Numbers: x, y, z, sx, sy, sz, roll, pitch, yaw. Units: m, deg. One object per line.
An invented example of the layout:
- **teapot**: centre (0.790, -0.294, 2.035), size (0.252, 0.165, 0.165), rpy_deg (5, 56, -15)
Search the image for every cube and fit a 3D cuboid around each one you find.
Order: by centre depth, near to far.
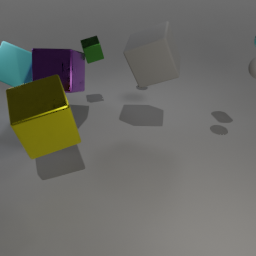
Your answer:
- **cube**: centre (-2.189, -0.297, 7.346), size (1.400, 1.400, 1.400), rpy_deg (-19, 50, -10)
- **cube**: centre (0.851, -2.406, 9.254), size (1.400, 1.400, 1.400), rpy_deg (-13, 37, 23)
- **cube**: centre (-2.381, -1.984, 9.791), size (1.400, 1.400, 1.400), rpy_deg (4, 10, 9)
- **cube**: centre (-4.122, -2.239, 10.778), size (1.400, 1.400, 1.400), rpy_deg (23, 0, 8)
- **cube**: centre (-1.416, -3.107, 11.099), size (0.700, 0.700, 0.700), rpy_deg (-18, 47, -3)

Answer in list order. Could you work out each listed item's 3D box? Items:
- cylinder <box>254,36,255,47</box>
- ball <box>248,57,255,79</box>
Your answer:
- **cylinder**: centre (4.353, -2.655, 8.508), size (0.700, 0.700, 0.700), rpy_deg (-6, 24, -9)
- **ball**: centre (3.875, -1.759, 8.131), size (0.700, 0.700, 0.700), rpy_deg (0, 31, 0)
